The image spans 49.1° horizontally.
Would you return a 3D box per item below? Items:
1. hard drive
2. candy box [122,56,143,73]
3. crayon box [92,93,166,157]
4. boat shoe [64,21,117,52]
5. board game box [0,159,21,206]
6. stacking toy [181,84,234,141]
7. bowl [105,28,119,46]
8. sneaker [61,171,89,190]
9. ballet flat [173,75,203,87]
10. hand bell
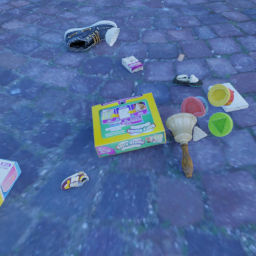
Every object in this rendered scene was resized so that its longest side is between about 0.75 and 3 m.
[{"bbox_3d":[4.180,-1.313,11.743,1.004,0.203,1.523,-11,46,-11],"label":"hard drive"},{"bbox_3d":[0.210,-3.051,13.402,0.646,0.289,0.948,-22,49,-20],"label":"candy box"},{"bbox_3d":[-0.036,-0.152,10.028,2.361,0.688,2.037,-13,47,1],"label":"crayon box"},{"bbox_3d":[-1.854,-4.698,14.619,2.842,1.005,1.290,-15,47,-4],"label":"boat shoe"},{"bbox_3d":[-4.802,2.026,8.168,2.135,0.563,2.790,10,46,10],"label":"board game box"},{"bbox_3d":[2.939,-0.491,9.865,0.805,1.905,1.725,-5,80,-46],"label":"stacking toy"},{"bbox_3d":[-0.665,-3.652,11.046,0.343,0.763,0.763,30,50,2],"label":"bowl"},{"bbox_3d":[-1.644,1.682,8.684,0.875,0.328,0.394,-32,47,-27],"label":"sneaker"},{"bbox_3d":[2.656,-2.102,12.341,1.350,0.462,0.459,2,49,2],"label":"ballet flat"},{"bbox_3d":[1.933,0.669,9.473,1.111,1.111,2.134,-2,58,-2],"label":"hand bell"}]
